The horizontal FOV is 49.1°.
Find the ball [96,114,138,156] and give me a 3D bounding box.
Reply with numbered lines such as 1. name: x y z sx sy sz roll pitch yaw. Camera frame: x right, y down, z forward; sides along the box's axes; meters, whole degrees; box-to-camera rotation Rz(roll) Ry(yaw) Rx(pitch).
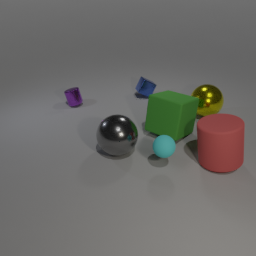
1. ball: -0.362 0.241 9.420 1.400 1.400 1.400 0 29 0

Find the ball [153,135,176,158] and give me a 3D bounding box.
1. ball: 1.104 0.565 8.587 0.700 0.700 0.700 0 29 0

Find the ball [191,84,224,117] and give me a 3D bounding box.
1. ball: 3.343 -1.160 11.926 1.400 1.400 1.400 0 29 0

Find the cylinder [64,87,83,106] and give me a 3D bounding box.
1. cylinder: -2.527 -1.459 13.024 0.700 0.700 0.700 -13 23 6

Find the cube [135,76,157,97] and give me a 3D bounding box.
1. cube: 0.878 -2.036 13.892 0.700 0.700 0.700 20 18 -21

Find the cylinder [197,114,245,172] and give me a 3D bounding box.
1. cylinder: 2.923 0.446 8.870 1.400 1.400 1.400 -8 25 4

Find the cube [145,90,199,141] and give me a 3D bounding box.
1. cube: 1.641 -0.519 10.537 1.400 1.400 1.400 21 25 33
